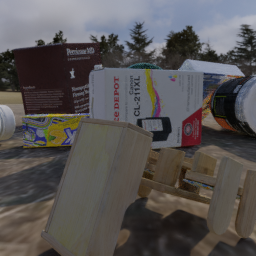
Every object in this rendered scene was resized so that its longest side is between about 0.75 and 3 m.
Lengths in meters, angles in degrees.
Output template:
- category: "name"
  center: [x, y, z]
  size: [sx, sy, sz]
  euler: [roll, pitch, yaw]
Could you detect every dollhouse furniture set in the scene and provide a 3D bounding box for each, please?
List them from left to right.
- category: "dollhouse furniture set"
  center: [0.177, 0.590, 2.300]
  size: [1.395, 0.926, 1.222]
  euler: [24, -11, -40]

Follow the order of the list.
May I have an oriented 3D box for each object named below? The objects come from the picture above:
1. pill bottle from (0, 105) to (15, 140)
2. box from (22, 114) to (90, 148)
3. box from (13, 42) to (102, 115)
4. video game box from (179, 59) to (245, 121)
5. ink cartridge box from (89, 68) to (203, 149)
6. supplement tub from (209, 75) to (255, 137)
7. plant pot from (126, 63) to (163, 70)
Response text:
- category: "pill bottle"
  center: [-3.424, -0.057, 6.014]
  size: [0.991, 0.991, 1.742]
  euler: [4, 8, 32]
- category: "box"
  center: [-1.326, 0.032, 6.470]
  size: [2.041, 0.715, 0.656]
  euler: [-2, 7, -14]
- category: "box"
  center: [-2.614, -1.800, 11.334]
  size: [2.456, 2.992, 2.482]
  euler: [3, 17, 28]
- category: "video game box"
  center: [2.391, -1.139, 10.135]
  size: [2.968, 0.695, 2.704]
  euler: [-6, -33, -39]
- category: "ink cartridge box"
  center: [0.404, -0.407, 6.093]
  size: [2.303, 1.678, 0.954]
  euler: [-4, 9, -24]
- category: "supplement tub"
  center: [3.568, -0.679, 8.356]
  size: [1.720, 1.720, 2.807]
  euler: [0, 7, -4]
- category: "plant pot"
  center: [0.195, -0.610, 7.700]
  size: [1.922, 1.922, 1.543]
  euler: [-3, -6, -26]
